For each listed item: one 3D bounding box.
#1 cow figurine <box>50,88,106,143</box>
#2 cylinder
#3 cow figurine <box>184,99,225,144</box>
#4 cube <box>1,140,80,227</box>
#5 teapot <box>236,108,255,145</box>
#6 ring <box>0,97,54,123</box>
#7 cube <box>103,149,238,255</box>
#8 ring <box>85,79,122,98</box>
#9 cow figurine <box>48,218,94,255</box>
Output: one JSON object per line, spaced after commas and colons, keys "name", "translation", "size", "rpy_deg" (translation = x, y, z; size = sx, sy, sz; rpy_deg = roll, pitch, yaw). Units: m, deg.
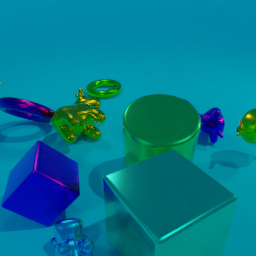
{"name": "cow figurine", "translation": [-1.295, -0.348, 7.131], "size": [1.698, 0.932, 1.671], "rpy_deg": [-9, 34, -44]}
{"name": "cylinder", "translation": [0.598, 0.291, 5.393], "size": [1.382, 1.382, 1.382], "rpy_deg": [-1, 45, 1]}
{"name": "cow figurine", "translation": [1.520, -0.170, 6.990], "size": [1.606, 0.881, 1.580], "rpy_deg": [-12, 28, -18]}
{"name": "cube", "translation": [-1.433, 0.928, 4.734], "size": [0.876, 0.876, 0.876], "rpy_deg": [37, 17, -28]}
{"name": "teapot", "translation": [2.725, 0.001, 5.825], "size": [1.279, 0.796, 0.626], "rpy_deg": [-9, 14, -10]}
{"name": "ring", "translation": [-2.532, -0.437, 7.066], "size": [1.472, 0.294, 1.472], "rpy_deg": [11, -10, 2]}
{"name": "cube", "translation": [0.522, 1.303, 4.006], "size": [1.293, 1.293, 1.293], "rpy_deg": [-18, 35, -27]}
{"name": "ring", "translation": [-0.818, -1.353, 9.497], "size": [1.245, 0.249, 1.245], "rpy_deg": [-2, 31, 1]}
{"name": "cow figurine", "translation": [-0.767, 1.806, 3.895], "size": [0.605, 1.084, 1.102], "rpy_deg": [-4, 66, -19]}
